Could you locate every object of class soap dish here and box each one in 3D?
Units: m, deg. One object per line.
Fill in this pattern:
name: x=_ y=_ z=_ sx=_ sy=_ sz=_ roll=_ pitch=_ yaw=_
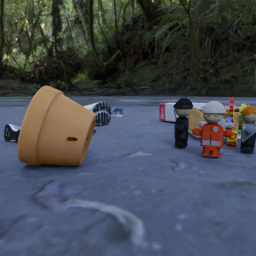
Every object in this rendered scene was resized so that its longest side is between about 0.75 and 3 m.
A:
soap dish: x=3.253 y=-0.200 z=9.799 sx=2.252 sy=0.915 sz=1.772 roll=0 pitch=9 yaw=0

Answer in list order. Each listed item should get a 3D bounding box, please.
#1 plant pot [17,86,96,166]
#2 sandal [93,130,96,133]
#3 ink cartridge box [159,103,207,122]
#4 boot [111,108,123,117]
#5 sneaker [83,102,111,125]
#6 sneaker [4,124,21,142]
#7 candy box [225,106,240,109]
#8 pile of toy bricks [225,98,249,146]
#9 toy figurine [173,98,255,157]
plant pot: x=-1.420 y=0.094 z=6.025 sx=1.197 sy=1.710 sz=1.710 roll=18 pitch=8 yaw=-1
sandal: x=-1.530 y=0.136 z=9.941 sx=0.823 sy=0.176 sz=0.313 roll=-12 pitch=14 yaw=-34
ink cartridge box: x=2.740 y=-0.736 z=13.228 sx=1.554 sy=0.892 sz=2.140 roll=-3 pitch=7 yaw=-33
boot: x=-0.758 y=-0.938 z=16.208 sx=1.143 sy=0.516 sz=0.416 roll=6 pitch=10 yaw=36
sneaker: x=-1.801 y=-0.588 z=12.186 sx=1.192 sy=1.032 sz=2.640 roll=4 pitch=9 yaw=39
sneaker: x=-3.395 y=0.207 z=8.761 sx=1.410 sy=0.521 sz=0.559 roll=13 pitch=5 yaw=33
candy box: x=4.981 y=-0.878 z=15.391 sx=2.314 sy=0.653 sz=1.350 roll=-2 pitch=9 yaw=1
pile of toy bricks: x=3.343 y=-0.291 z=8.263 sx=0.934 sy=0.831 sz=1.684 roll=3 pitch=49 yaw=21
toy figurine: x=2.319 y=-0.102 z=7.502 sx=1.931 sy=1.364 sz=1.961 roll=-2 pitch=8 yaw=-22
